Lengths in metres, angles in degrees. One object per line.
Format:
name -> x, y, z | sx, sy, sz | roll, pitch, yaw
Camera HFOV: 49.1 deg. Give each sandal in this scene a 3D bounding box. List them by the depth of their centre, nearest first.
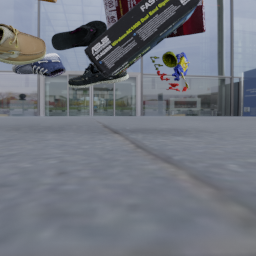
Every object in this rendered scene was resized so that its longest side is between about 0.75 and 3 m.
sandal -> -1.823, -3.376, 10.414 | 2.209, 0.830, 0.529 | -16, 10, 9

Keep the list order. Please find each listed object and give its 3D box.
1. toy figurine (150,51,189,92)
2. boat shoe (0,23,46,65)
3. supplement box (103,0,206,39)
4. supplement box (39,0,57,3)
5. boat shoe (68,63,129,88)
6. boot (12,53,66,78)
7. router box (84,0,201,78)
toy figurine -> 1.316, -1.809, 7.822 | 0.789, 0.896, 1.495 | 7, -30, 38
boat shoe -> -3.318, -2.289, 7.414 | 2.509, 0.928, 0.833 | -7, -16, -37
supplement box -> 0.703, -3.060, 7.457 | 2.555, 1.390, 0.778 | -3, 19, 19
supplement box -> -2.826, -3.895, 7.104 | 2.512, 0.864, 0.836 | 24, 2, 25
boat shoe -> -1.369, -2.319, 11.866 | 2.722, 0.903, 1.017 | -3, 28, 20
boot -> -2.935, -1.986, 9.307 | 1.633, 0.738, 0.594 | -23, -27, -24
router box -> 0.319, -2.095, 6.146 | 2.390, 0.742, 1.791 | -38, 5, 10
